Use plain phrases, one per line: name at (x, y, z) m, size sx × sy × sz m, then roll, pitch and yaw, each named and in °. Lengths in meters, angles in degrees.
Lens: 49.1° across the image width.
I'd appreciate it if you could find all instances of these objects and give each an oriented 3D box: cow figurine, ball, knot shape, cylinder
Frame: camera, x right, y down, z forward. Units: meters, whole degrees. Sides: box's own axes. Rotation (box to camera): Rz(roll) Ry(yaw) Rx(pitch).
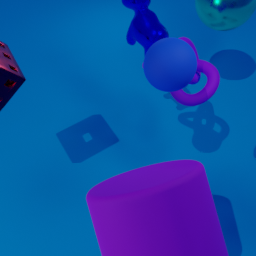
cow figurine at (0.363, -2.084, 5.383) m, size 0.681 × 1.220 × 1.240 m, roll -28°, pitch 64°, yaw -28°
ball at (2.254, -2.963, 6.433) m, size 1.397 × 1.397 × 1.397 m, roll 0°, pitch 55°, yaw 0°
knot shape at (1.060, -0.996, 5.139) m, size 1.395 × 0.645 × 1.305 m, roll -23°, pitch 65°, yaw -31°
ball at (0.581, -0.872, 3.895) m, size 0.738 × 0.738 × 0.738 m, roll 0°, pitch 55°, yaw 0°
cylinder at (0.294, 0.999, 2.658) m, size 1.134 × 1.134 × 1.134 m, roll -16°, pitch 91°, yaw -11°

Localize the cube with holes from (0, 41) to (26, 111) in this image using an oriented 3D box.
cube with holes at (-2.453, -0.853, 4.240) m, size 1.062 × 1.062 × 1.062 m, roll -46°, pitch 56°, yaw 13°
